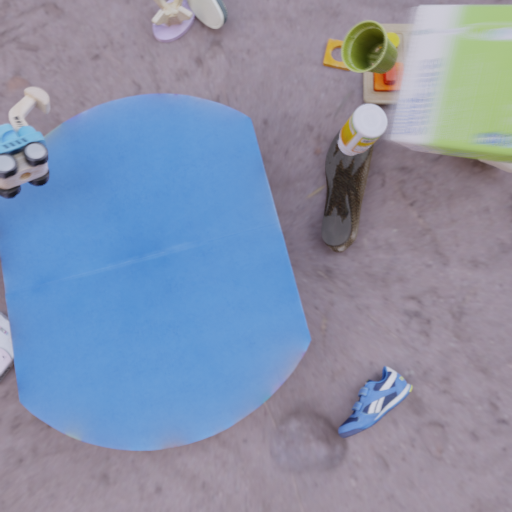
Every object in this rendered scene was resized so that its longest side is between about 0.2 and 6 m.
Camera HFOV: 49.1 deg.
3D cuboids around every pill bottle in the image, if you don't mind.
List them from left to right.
[{"bbox_3d":[1.347,-1.601,7.279,0.446,0.804,0.446,2,79,-9],"label":"pill bottle"}]

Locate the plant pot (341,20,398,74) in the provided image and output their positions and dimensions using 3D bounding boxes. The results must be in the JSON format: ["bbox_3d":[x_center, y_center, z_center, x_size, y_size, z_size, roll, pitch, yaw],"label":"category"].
[{"bbox_3d":[1.739,-3.008,8.284,0.729,0.670,0.729,2,93,38],"label":"plant pot"}]

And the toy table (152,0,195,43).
[{"bbox_3d":[-1.561,-4.548,10.393,0.951,0.606,1.034,22,80,4],"label":"toy table"}]

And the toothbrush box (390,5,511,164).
[{"bbox_3d":[3.260,-2.180,7.305,2.496,1.075,1.818,14,98,30],"label":"toothbrush box"}]

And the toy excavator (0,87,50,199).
[{"bbox_3d":[-3.444,-1.741,8.165,1.362,0.700,1.401,-29,77,-27],"label":"toy excavator"}]

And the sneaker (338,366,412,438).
[{"bbox_3d":[1.822,2.370,9.045,1.435,0.530,0.590,-36,81,-15],"label":"sneaker"}]

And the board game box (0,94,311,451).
[{"bbox_3d":[-1.745,0.192,9.240,4.491,1.107,5.684,-15,75,2],"label":"board game box"}]

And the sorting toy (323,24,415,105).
[{"bbox_3d":[2.749,-3.588,10.292,3.006,0.409,1.692,1,79,0],"label":"sorting toy"}]

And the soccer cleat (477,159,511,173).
[{"bbox_3d":[4.850,-2.878,9.899,1.203,1.074,3.101,36,85,-3],"label":"soccer cleat"}]

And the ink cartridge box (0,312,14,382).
[{"bbox_3d":[-4.522,1.420,9.343,1.237,0.353,1.006,35,81,2],"label":"ink cartridge box"}]

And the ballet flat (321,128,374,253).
[{"bbox_3d":[1.615,-1.203,9.792,0.821,0.565,2.436,-1,70,31],"label":"ballet flat"}]

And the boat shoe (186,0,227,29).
[{"bbox_3d":[-1.067,-5.172,10.432,0.664,0.782,2.148,-29,76,-25],"label":"boat shoe"}]
